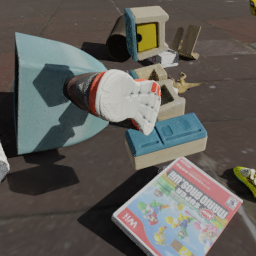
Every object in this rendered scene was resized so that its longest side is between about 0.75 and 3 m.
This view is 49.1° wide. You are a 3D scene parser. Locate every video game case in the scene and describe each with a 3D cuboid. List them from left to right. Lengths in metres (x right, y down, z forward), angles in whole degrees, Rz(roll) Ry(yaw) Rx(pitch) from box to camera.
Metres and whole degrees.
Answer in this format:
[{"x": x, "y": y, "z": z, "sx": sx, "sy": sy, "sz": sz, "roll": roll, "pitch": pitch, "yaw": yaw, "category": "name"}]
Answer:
[{"x": 1.183, "y": 1.820, "z": 6.257, "sx": 1.864, "sy": 0.227, "sz": 2.606, "roll": 37, "pitch": 48, "yaw": 24, "category": "video game case"}]

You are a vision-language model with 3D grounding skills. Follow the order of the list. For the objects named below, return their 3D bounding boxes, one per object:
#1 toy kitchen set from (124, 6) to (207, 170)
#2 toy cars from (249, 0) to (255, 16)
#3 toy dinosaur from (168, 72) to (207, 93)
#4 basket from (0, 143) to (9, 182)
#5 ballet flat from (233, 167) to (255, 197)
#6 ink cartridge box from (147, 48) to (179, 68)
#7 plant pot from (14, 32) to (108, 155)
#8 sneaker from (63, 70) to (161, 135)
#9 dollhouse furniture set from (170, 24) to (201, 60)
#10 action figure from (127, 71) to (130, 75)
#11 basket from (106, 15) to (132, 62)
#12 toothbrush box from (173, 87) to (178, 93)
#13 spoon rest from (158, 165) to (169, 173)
[{"x": 0.382, "y": -0.873, "z": 5.421, "sx": 1.451, "sy": 1.973, "sz": 2.463, "roll": -16, "pitch": 47, "yaw": -8, "category": "toy kitchen set"}, {"x": 4.003, "y": -3.218, "z": 8.267, "sx": 1.381, "sy": 0.306, "sz": 0.619, "roll": 36, "pitch": 56, "yaw": -13, "category": "toy cars"}, {"x": 2.284, "y": -1.848, "z": 11.962, "sx": 1.960, "sy": 0.570, "sz": 0.991, "roll": -7, "pitch": 49, "yaw": 3, "category": "toy dinosaur"}, {"x": -4.317, "y": 0.831, "z": 6.270, "sx": 1.904, "sy": 2.347, "sz": 2.368, "roll": 0, "pitch": 34, "yaw": 7, "category": "basket"}, {"x": 3.197, "y": 1.323, "z": 7.166, "sx": 0.444, "sy": 0.445, "sz": 1.328, "roll": -8, "pitch": 34, "yaw": -11, "category": "ballet flat"}, {"x": 1.784, "y": -3.679, "z": 14.425, "sx": 1.065, "sy": 0.624, "sz": 1.474, "roll": -15, "pitch": 38, "yaw": -21, "category": "ink cartridge box"}, {"x": -2.040, "y": -1.127, "z": 8.900, "sx": 2.884, "sy": 2.832, "sz": 2.824, "roll": -1, "pitch": 32, "yaw": -23, "category": "plant pot"}, {"x": -0.139, "y": -0.426, "z": 4.063, "sx": 0.848, "sy": 0.798, "sz": 2.071, "roll": 14, "pitch": -3, "yaw": 26, "category": "sneaker"}, {"x": 3.077, "y": -4.424, "z": 14.350, "sx": 1.577, "sy": 1.351, "sz": 1.658, "roll": 25, "pitch": 15, "yaw": 32, "category": "dollhouse furniture set"}, {"x": -0.071, "y": -2.273, "z": 12.565, "sx": 0.782, "sy": 0.409, "sz": 0.757, "roll": -20, "pitch": 37, "yaw": 15, "category": "action figure"}, {"x": -0.013, "y": -4.797, "z": 15.126, "sx": 2.415, "sy": 1.822, "sz": 2.678, "roll": 23, "pitch": 42, "yaw": 3, "category": "basket"}, {"x": 0.961, "y": -0.704, "z": 9.214, "sx": 0.653, "sy": 1.516, "sz": 1.104, "roll": -26, "pitch": 42, "yaw": -33, "category": "toothbrush box"}, {"x": 1.182, "y": 1.392, "z": 7.102, "sx": 0.673, "sy": 0.411, "sz": 1.354, "roll": -13, "pitch": 35, "yaw": -19, "category": "spoon rest"}]
